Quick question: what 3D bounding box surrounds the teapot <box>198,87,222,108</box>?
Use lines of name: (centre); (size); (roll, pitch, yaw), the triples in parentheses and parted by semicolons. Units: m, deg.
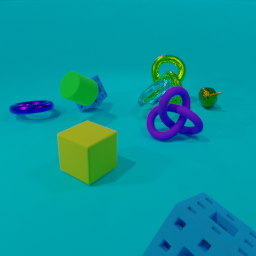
teapot: (2.909, -1.120, 9.972); (0.603, 0.766, 1.232); (-19, 1, -6)

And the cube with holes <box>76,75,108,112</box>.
cube with holes: (-1.369, -1.230, 9.814); (0.846, 0.846, 0.846); (-19, 19, 22)

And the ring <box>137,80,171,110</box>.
ring: (0.841, -1.098, 9.232); (1.332, 0.266, 1.332); (-35, 23, 17)

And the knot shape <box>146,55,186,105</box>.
knot shape: (1.454, -1.534, 10.134); (0.908, 1.966, 1.839); (11, 30, -41)

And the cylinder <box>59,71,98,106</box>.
cylinder: (-1.498, -1.195, 8.583); (0.856, 0.856, 0.856); (24, 3, 38)

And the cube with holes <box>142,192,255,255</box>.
cube with holes: (0.984, 1.663, 3.698); (1.058, 1.058, 1.058); (37, 17, 29)

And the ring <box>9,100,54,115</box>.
ring: (-3.237, -0.711, 9.455); (1.468, 0.294, 1.468); (-4, 13, 1)

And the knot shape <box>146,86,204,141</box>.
knot shape: (1.416, -0.268, 7.956); (1.518, 1.622, 0.749); (29, 24, -4)

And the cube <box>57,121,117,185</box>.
cube: (-0.928, 0.538, 6.567); (0.985, 0.985, 0.985); (19, 31, 32)
